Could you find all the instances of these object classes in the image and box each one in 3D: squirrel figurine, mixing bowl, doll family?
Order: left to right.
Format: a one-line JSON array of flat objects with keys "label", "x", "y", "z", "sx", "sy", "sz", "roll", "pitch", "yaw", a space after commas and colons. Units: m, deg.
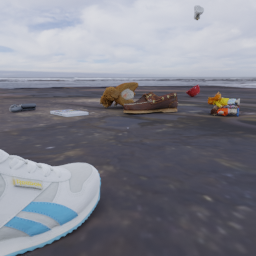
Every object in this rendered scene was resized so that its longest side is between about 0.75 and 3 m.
[{"label": "squirrel figurine", "x": -0.531, "y": -1.649, "z": 14.433, "sx": 1.869, "sy": 1.323, "sz": 1.745, "roll": 0, "pitch": 3, "yaw": -18}, {"label": "mixing bowl", "x": 5.541, "y": -3.054, "z": 23.466, "sx": 1.244, "sy": 0.673, "sz": 1.244, "roll": -35, "pitch": 1, "yaw": 1}, {"label": "doll family", "x": 4.003, "y": -1.063, "z": 11.799, "sx": 1.288, "sy": 0.935, "sz": 2.075, "roll": 4, "pitch": 11, "yaw": 21}]

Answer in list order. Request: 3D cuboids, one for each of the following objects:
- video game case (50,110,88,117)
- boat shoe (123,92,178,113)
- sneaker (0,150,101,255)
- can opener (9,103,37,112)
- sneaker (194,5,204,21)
[{"label": "video game case", "x": -2.459, "y": -0.626, "z": 11.668, "sx": 1.020, "sy": 0.128, "sz": 1.424, "roll": -9, "pitch": 13, "yaw": -39}, {"label": "boat shoe", "x": 1.004, "y": -1.126, "z": 12.267, "sx": 2.656, "sy": 0.934, "sz": 0.935, "roll": -7, "pitch": 13, "yaw": -27}, {"label": "sneaker", "x": -1.076, "y": 0.575, "z": 2.527, "sx": 0.829, "sy": 0.876, "sz": 2.168, "roll": 6, "pitch": 11, "yaw": 39}, {"label": "can opener", "x": -4.781, "y": -0.875, "z": 12.856, "sx": 1.293, "sy": 0.345, "sz": 0.432, "roll": -10, "pitch": 46, "yaw": -46}, {"label": "sneaker", "x": 2.568, "y": -4.112, "z": 10.144, "sx": 0.297, "sy": 0.466, "sz": 0.806, "roll": -5, "pitch": 36, "yaw": 5}]
